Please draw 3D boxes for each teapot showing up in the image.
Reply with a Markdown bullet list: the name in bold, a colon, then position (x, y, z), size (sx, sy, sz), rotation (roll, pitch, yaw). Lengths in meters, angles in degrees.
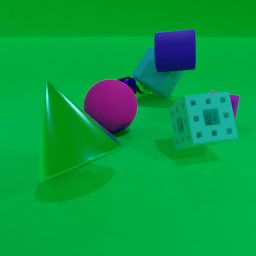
- **teapot**: position (-0.104, -1.373, 10.341), size (1.766, 0.865, 1.098), rotation (-22, -2, -42)

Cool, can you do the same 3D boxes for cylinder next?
- **cylinder**: position (1.508, -2.443, 8.930), size (1.238, 1.238, 1.238), rotation (-2, 19, 11)

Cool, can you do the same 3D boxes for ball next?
- **ball**: position (-0.446, -0.555, 7.211), size (1.385, 1.385, 1.385), rotation (0, 20, 0)

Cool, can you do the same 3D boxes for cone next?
- **cone**: position (-1.077, -0.093, 4.754), size (1.576, 1.582, 1.576), rotation (-23, -4, -2)

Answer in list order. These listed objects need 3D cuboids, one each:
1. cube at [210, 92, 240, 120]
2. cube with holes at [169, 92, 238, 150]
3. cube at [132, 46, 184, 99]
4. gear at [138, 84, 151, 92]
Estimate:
- **cube**: position (2.576, -0.513, 7.833), size (0.818, 0.818, 0.818), rotation (13, 20, 26)
- **cube with holes**: position (1.512, -0.124, 5.806), size (0.940, 0.940, 0.940), rotation (-6, -10, -12)
- **cube**: position (1.133, -2.015, 10.383), size (1.244, 1.244, 1.244), rotation (31, 0, 25)
- **gear**: position (1.023, -1.776, 11.996), size (1.374, 0.254, 1.374), rotation (-8, 14, 2)
